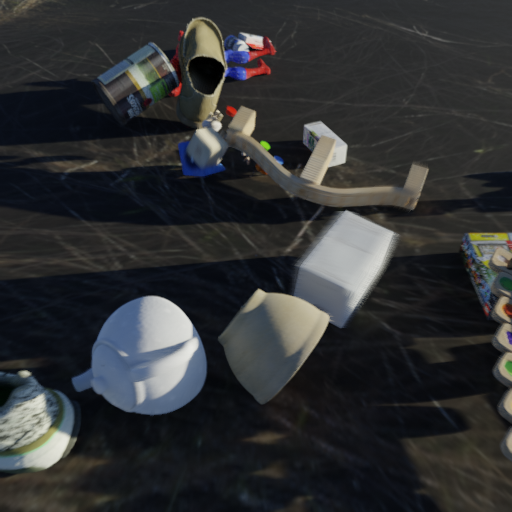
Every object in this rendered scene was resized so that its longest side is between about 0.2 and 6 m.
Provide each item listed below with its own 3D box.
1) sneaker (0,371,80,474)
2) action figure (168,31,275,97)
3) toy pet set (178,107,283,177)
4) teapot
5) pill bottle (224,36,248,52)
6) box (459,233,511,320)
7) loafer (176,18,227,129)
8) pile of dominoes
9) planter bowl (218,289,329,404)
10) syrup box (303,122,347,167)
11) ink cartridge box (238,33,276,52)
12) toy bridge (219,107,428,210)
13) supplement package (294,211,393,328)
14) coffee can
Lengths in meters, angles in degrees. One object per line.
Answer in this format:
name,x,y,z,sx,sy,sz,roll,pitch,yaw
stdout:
sneaker,-3.817,1.729,6.562,3.246,1.438,1.248,-3,42,-2
action figure,-1.459,-5.071,14.346,3.457,1.128,1.711,-22,63,-24
toy pet set,-0.656,-2.039,11.410,1.725,0.916,1.610,49,42,14
teapot,-1.450,1.328,6.866,1.585,1.606,1.173,34,39,29
pill bottle,-0.552,-5.942,15.920,0.430,0.430,0.755,-22,45,-23
box,4.650,0.297,8.920,2.350,0.443,1.605,0,42,0
loafer,-1.178,-4.383,12.971,1.154,1.023,3.035,10,65,-26
pile of dominoes,4.438,1.427,6.908,2.925,0.597,3.752,18,48,1
planter bowl,0.126,1.024,7.161,0.951,1.413,1.413,39,49,0
syrup box,1.445,-2.388,11.933,0.454,0.439,1.114,-18,45,-19
ink cartridge box,0.046,-6.146,16.118,0.890,0.199,0.785,-7,38,-38
toy bridge,1.141,-1.692,10.725,4.027,0.548,1.353,21,58,10
supplement package,1.357,0.176,8.681,0.885,0.852,1.556,28,49,18
coffee can,-2.723,-3.893,12.706,1.597,1.169,1.169,-38,52,-10
